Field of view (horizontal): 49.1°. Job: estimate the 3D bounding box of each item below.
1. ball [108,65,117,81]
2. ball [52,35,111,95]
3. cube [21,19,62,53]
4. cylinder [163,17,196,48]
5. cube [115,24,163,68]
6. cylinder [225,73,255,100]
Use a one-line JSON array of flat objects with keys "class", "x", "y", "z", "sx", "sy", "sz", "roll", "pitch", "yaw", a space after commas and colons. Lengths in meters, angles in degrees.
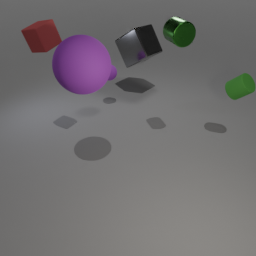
[{"class": "ball", "x": -0.825, "y": -2.426, "z": 12.227, "sx": 0.700, "sy": 0.700, "sz": 0.700, "roll": 0, "pitch": 31, "yaw": 0}, {"class": "ball", "x": -1.101, "y": -1.508, "z": 6.729, "sx": 1.400, "sy": 1.400, "sz": 1.400, "roll": 0, "pitch": 31, "yaw": 0}, {"class": "cube", "x": -2.499, "y": -2.667, "z": 8.148, "sx": 0.700, "sy": 0.700, "sz": 0.700, "roll": 10, "pitch": 44, "yaw": 36}, {"class": "cylinder", "x": 1.440, "y": -2.711, "z": 7.909, "sx": 0.700, "sy": 0.700, "sz": 0.700, "roll": -10, "pitch": 34, "yaw": -16}, {"class": "cube", "x": 0.523, "y": -3.895, "z": 13.331, "sx": 1.400, "sy": 1.400, "sz": 1.400, "roll": -16, "pitch": 12, "yaw": 44}, {"class": "cylinder", "x": 3.777, "y": -1.388, "z": 9.435, "sx": 0.700, "sy": 0.700, "sz": 0.700, "roll": -27, "pitch": -1, "yaw": -37}]
